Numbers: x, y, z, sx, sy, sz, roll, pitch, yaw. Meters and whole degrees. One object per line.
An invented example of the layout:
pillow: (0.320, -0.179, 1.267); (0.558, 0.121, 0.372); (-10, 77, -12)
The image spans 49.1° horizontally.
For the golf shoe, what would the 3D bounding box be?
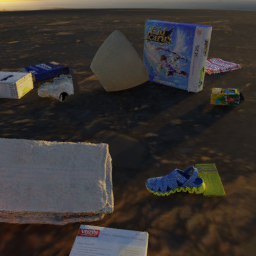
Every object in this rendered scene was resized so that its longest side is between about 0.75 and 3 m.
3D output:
golf shoe: (-2.705, -1.318, 10.382); (1.760, 0.856, 0.689); (-17, 0, 38)

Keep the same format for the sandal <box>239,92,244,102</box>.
sandal: (4.320, -1.251, 10.818); (0.312, 0.176, 0.821); (1, 28, 2)

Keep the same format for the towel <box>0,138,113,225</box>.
towel: (-1.692, 1.000, 5.684); (2.812, 0.485, 1.864); (5, 41, -9)

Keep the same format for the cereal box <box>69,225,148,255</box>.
cereal box: (-0.360, 2.226, 4.148); (1.198, 0.329, 1.665); (4, 28, 8)

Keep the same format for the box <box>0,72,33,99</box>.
box: (-5.170, -1.765, 11.245); (2.248, 0.676, 1.311); (3, 28, 7)

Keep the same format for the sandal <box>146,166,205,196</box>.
sandal: (1.013, 1.102, 6.014); (1.277, 0.556, 0.508); (-6, 28, -2)

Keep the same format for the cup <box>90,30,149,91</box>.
cup: (-0.507, -2.430, 11.204); (1.674, 2.341, 2.341); (-35, 33, 0)

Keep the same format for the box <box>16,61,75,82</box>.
box: (-3.903, -2.787, 13.497); (1.444, 0.386, 2.384); (25, 35, 38)

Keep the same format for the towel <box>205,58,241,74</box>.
towel: (4.482, -3.241, 14.385); (2.205, 0.330, 1.613); (-15, 32, -25)

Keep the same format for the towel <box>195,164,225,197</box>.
towel: (1.853, 1.174, 6.396); (0.471, 0.099, 1.094); (-3, 29, 5)

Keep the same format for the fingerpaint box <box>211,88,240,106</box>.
fingerpaint box: (3.523, -1.160, 10.161); (0.946, 0.416, 1.134); (5, 20, 20)

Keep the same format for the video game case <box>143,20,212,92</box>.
video game case: (1.882, -3.015, 11.591); (2.772, 2.513, 0.630); (21, 30, 34)
